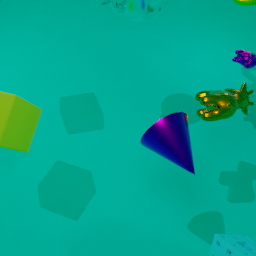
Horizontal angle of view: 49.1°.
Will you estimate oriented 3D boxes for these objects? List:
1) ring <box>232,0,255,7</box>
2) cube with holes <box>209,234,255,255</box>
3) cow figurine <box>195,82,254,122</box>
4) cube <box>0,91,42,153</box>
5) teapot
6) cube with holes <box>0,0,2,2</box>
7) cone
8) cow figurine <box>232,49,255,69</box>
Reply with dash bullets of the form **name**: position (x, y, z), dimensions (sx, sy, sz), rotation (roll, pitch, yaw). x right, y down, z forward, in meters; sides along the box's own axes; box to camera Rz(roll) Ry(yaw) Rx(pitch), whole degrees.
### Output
- **ring**: position (3.470, -4.195, 7.860), dimensions (0.291, 1.455, 1.455), rotation (-14, 53, -41)
- **cube with holes**: position (1.972, 2.425, 4.885), dimensions (0.791, 0.791, 0.791), rotation (12, 95, -25)
- **cow figurine**: position (2.113, -0.533, 5.930), dimensions (1.307, 1.328, 0.729), rotation (-6, 101, 6)
- **cube**: position (-2.710, -0.154, 6.019), dimensions (1.060, 1.060, 1.060), rotation (13, 81, 15)
- **teapot**: position (0.264, -3.240, 6.704), dimensions (2.092, 1.024, 1.301), rotation (-36, 69, -9)
- **cube with holes**: position (-3.284, -3.630, 6.267), dimensions (1.095, 1.095, 1.095), rotation (-31, 69, 10)
- **cone**: position (0.869, 0.399, 4.808), dimensions (0.969, 0.969, 0.972), rotation (-24, 63, -15)
- **cow figurine**: position (3.343, -1.819, 7.514), dimensions (0.861, 0.480, 0.875), rotation (-11, 39, -39)
